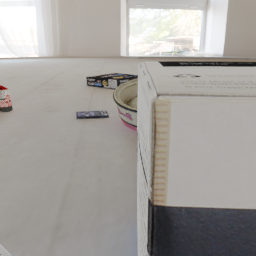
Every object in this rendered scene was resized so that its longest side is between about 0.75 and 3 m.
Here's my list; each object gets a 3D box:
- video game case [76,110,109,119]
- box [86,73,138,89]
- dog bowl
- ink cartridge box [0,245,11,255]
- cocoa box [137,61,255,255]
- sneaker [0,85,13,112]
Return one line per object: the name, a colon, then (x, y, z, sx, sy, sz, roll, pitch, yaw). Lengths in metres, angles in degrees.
video game case: (-1.073, -0.403, 8.391, 0.927, 0.088, 0.662, -4, 18, -10)
box: (-0.609, -2.396, 14.142, 2.130, 0.533, 2.146, 15, 22, 38)
dog bowl: (0.611, -0.598, 7.250, 1.970, 0.726, 1.970, -2, 33, 1)
ink cartridge box: (-1.206, 1.341, 2.118, 1.320, 0.448, 0.760, 14, 22, 39)
cocoa box: (1.553, 0.507, 2.263, 2.967, 1.947, 1.979, 0, 17, 1)
sneaker: (-4.366, -1.021, 9.171, 1.486, 0.797, 0.496, 10, 20, 30)
